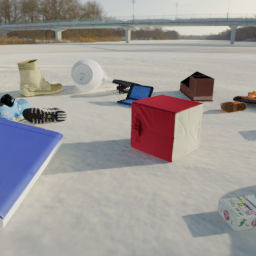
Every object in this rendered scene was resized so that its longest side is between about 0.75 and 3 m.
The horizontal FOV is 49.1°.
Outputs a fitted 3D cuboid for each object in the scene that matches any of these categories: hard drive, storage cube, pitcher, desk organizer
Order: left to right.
[{"bbox_3d":[-2.730,0.671,5.768,1.897,0.365,2.875,14,27,1],"label":"hard drive"},{"bbox_3d":[-1.793,-2.849,15.606,2.381,1.682,2.775,13,10,7],"label":"pitcher"},{"bbox_3d":[1.025,-0.053,7.536,1.398,1.329,1.555,18,26,39],"label":"storage cube"},{"bbox_3d":[3.399,-2.159,14.095,0.994,1.067,2.772,-1,19,-4],"label":"desk organizer"}]

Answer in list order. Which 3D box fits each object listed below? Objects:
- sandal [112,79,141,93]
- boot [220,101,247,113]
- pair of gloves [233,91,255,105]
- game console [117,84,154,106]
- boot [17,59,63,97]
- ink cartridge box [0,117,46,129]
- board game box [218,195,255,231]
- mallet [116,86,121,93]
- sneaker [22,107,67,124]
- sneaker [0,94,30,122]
[{"bbox_3d":[0.048,-2.158,14.992,0.938,0.597,2.495,24,15,31],"label":"sandal"},{"bbox_3d":[4.161,-0.891,11.434,1.188,0.446,0.637,-1,15,-21],"label":"boot"},{"bbox_3d":[6.350,-1.267,12.654,2.794,0.345,2.489,-14,22,-43],"label":"pair of gloves"},{"bbox_3d":[0.311,-1.469,12.525,1.332,0.788,1.137,14,22,37],"label":"game console"},{"bbox_3d":[-4.444,-2.609,14.314,2.287,1.778,0.833,-13,23,-34],"label":"boot"},{"bbox_3d":[-4.101,0.367,7.426,2.713,0.645,2.745,13,20,31],"label":"ink cartridge box"},{"bbox_3d":[2.046,1.439,4.807,0.788,0.253,0.581,-3,18,-12],"label":"board game box"},{"bbox_3d":[-0.519,-2.078,15.264,0.365,0.228,1.107,2,23,5],"label":"mallet"},{"bbox_3d":[-3.019,-0.494,10.175,1.527,0.578,0.882,5,11,-19],"label":"sneaker"},{"bbox_3d":[-4.112,-0.774,10.119,0.877,1.006,2.237,0,18,-1],"label":"sneaker"}]
